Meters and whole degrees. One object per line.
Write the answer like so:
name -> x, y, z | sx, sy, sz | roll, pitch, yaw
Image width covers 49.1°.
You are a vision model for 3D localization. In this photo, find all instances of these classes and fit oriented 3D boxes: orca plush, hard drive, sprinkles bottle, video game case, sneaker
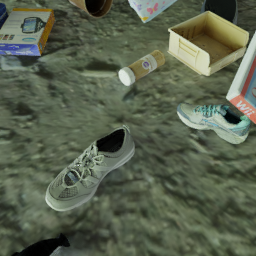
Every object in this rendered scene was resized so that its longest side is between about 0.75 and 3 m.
orca plush -> -1.706, 2.357, 4.919 | 1.428, 0.508, 0.751 | -22, 54, -17
hard drive -> 3.413, -4.352, 10.437 | 1.367, 0.429, 2.027 | 12, 52, 9
sprinkles bottle -> 0.434, -1.806, 8.315 | 1.488, 0.508, 0.508 | -35, 59, -25
video game case -> 2.742, -0.253, 4.166 | 2.628, 0.229, 1.879 | 38, 58, -7
sneaker -> 2.125, -0.342, 6.934 | 1.838, 0.793, 0.713 | 22, 54, 17
sneaker -> -0.810, 0.717, 5.959 | 0.879, 0.965, 2.353 | 34, 58, 24

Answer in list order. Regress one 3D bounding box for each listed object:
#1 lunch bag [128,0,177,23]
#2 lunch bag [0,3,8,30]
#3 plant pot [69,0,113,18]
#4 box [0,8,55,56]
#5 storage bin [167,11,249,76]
lunch bag -> 0.575, -3.046, 5.680 | 1.339, 1.136, 0.851 | -33, 69, 7
lunch bag -> -4.765, -3.689, 9.565 | 0.969, 0.944, 1.426 | 9, 51, 7
plant pot -> -1.491, -4.985, 10.464 | 1.383, 1.383, 1.369 | -37, 51, -26
box -> -3.490, -3.224, 9.501 | 1.464, 0.510, 2.460 | 3, 53, 2
storage bin -> 2.490, -2.670, 8.807 | 1.794, 0.841, 1.781 | -30, 56, -23
